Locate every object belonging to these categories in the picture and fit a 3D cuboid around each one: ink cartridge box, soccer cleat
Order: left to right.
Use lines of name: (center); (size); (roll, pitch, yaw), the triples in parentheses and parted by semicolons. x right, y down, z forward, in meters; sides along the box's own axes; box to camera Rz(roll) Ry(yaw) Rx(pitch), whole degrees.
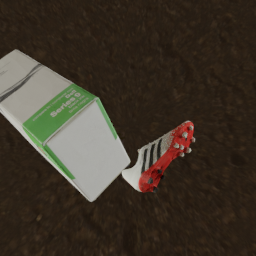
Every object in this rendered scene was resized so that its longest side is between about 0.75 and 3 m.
ink cartridge box: (-1.566, -0.133, 5.778); (2.886, 2.106, 1.213); (33, 69, 35)
soccer cleat: (0.793, 0.569, 6.844); (0.976, 0.786, 2.291); (20, 57, 39)
